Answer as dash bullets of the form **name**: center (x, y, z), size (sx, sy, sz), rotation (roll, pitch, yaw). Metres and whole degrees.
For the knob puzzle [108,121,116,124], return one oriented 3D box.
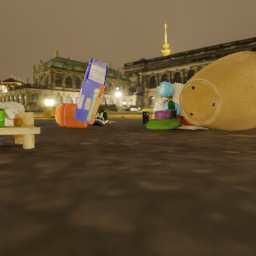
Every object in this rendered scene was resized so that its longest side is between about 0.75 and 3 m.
- **knob puzzle**: center (-1.126, -0.340, 17.080), size (0.967, 0.134, 0.967), rotation (-1, 2, 0)

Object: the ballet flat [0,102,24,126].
- **ballet flat**: center (-4.063, -0.233, 8.448), size (0.904, 0.978, 2.900), rotation (30, 17, 19)

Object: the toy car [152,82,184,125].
- **toy car**: center (2.145, -0.837, 14.292), size (2.261, 2.169, 2.453), rotation (8, -32, -36)

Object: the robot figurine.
- **robot figurine**: center (-2.063, -0.482, 10.665), size (1.580, 0.921, 1.136), rotation (3, 39, -3)

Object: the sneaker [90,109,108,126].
- **sneaker**: center (-1.392, -0.528, 13.411), size (0.698, 0.806, 1.946), rotation (0, 2, 5)

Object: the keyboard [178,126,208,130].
- **keyboard**: center (1.879, -0.047, 10.156), size (0.658, 0.125, 2.338), rotation (-1, 3, -27)

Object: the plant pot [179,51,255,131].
- **plant pot**: center (2.636, -0.899, 7.751), size (2.547, 2.374, 2.374), rotation (-15, 12, -43)

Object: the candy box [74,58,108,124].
- **candy box**: center (-1.289, -1.336, 9.894), size (0.728, 1.597, 1.889), rotation (17, 33, -11)

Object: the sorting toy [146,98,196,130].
- **sorting toy**: center (1.694, -0.551, 9.586), size (2.333, 0.958, 1.402), rotation (-6, 7, -16)

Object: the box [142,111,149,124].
- **box**: center (1.001, -0.577, 15.713), size (0.402, 0.720, 1.020), rotation (3, 3, 4)

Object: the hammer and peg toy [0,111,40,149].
- **hammer and peg toy**: center (-2.031, 0.019, 3.823), size (1.436, 0.506, 1.056), rotation (-1, 3, -29)
